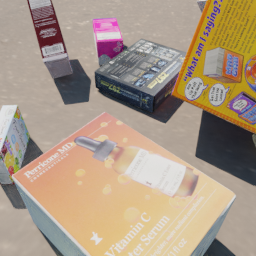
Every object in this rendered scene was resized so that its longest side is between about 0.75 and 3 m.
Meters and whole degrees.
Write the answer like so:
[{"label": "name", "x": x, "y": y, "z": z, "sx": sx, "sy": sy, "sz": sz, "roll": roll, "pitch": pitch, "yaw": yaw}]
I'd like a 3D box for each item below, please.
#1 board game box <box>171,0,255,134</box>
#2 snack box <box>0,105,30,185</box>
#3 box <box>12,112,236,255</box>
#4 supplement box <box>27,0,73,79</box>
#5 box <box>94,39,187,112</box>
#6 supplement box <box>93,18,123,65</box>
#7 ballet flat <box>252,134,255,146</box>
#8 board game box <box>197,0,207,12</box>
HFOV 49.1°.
[{"label": "board game box", "x": 3.038, "y": -1.566, "z": 6.335, "sx": 2.645, "sy": 2.648, "sz": 2.646, "roll": 29, "pitch": 26, "yaw": 22}, {"label": "snack box", "x": -2.654, "y": 0.351, "z": 6.250, "sx": 0.391, "sy": 1.051, "sz": 1.477, "roll": -2, "pitch": 44, "yaw": -1}, {"label": "box", "x": -0.118, "y": 1.402, "z": 4.853, "sx": 2.881, "sy": 1.532, "sz": 2.194, "roll": 32, "pitch": 53, "yaw": 28}, {"label": "supplement box", "x": -2.389, "y": -2.891, "z": 8.523, "sx": 0.730, "sy": 1.304, "sz": 2.396, "roll": -16, "pitch": 81, "yaw": -7}, {"label": "box", "x": 0.573, "y": -1.738, "z": 8.618, "sx": 2.063, "sy": 0.667, "sz": 2.616, "roll": 25, "pitch": 49, "yaw": 24}, {"label": "supplement box", "x": -0.714, "y": -3.049, "z": 9.776, "sx": 0.908, "sy": 0.889, "sz": 1.758, "roll": -6, "pitch": 45, "yaw": -6}, {"label": "ballet flat", "x": 3.260, "y": 0.484, "z": 6.385, "sx": 0.461, "sy": 0.461, "sz": 1.326, "roll": -18, "pitch": 21, "yaw": -17}, {"label": "board game box", "x": 2.919, "y": -3.931, "z": 9.181, "sx": 1.055, "sy": 1.055, "sz": 0.137, "roll": 9, "pitch": 80, "yaw": 33}]
